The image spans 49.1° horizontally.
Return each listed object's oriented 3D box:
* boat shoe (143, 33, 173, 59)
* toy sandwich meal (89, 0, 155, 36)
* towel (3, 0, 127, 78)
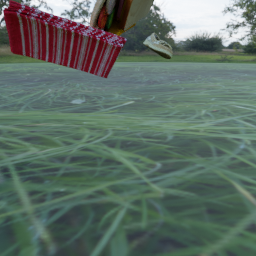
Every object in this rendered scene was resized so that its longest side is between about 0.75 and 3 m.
[{"bbox_3d":[0.638,-1.670,5.614,0.389,0.336,1.067,29,15,-26],"label":"boat shoe"},{"bbox_3d":[-0.114,-3.244,7.770,0.837,2.444,2.444,35,22,4],"label":"toy sandwich meal"},{"bbox_3d":[-1.732,-2.194,7.589,2.951,0.332,2.134,13,-19,-14],"label":"towel"}]
